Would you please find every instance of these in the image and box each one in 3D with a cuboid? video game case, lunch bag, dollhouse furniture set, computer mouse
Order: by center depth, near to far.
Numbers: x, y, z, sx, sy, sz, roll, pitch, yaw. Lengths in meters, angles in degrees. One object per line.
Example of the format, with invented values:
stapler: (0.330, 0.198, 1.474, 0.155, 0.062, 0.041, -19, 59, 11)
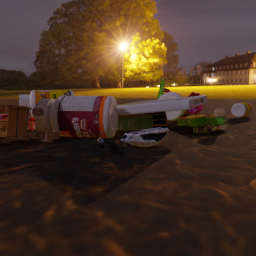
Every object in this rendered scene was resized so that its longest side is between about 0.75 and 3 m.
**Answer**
computer mouse: (0.202, 0.307, 6.670, 1.804, 0.396, 0.989, -10, 6, -23)
dollhouse furniture set: (-2.789, -0.131, 7.711, 1.775, 0.920, 0.786, 5, 3, 15)
video game case: (0.921, -0.752, 9.468, 2.995, 0.343, 2.725, -3, 7, 26)
lunch bag: (-3.856, -0.179, 9.576, 1.314, 0.538, 1.157, 8, 4, 19)

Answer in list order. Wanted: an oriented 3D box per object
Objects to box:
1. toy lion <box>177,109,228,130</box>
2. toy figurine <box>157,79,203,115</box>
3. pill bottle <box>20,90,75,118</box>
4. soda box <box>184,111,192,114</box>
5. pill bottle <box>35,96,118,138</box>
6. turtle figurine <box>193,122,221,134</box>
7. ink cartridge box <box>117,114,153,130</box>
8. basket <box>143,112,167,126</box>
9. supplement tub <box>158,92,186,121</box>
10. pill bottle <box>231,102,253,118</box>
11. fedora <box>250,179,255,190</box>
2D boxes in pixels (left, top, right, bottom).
toy lion: (2.759, -0.295, 10.581, 1.852, 0.663, 1.932, -5, 6, 18)
toy figurine: (2.827, -1.315, 14.901, 2.433, 1.985, 2.644, 9, 30, 1)
pill bottle: (-3.873, -1.132, 13.540, 2.503, 1.367, 1.367, -3, 8, -18)
soda box: (2.879, -1.021, 16.030, 1.490, 0.477, 0.505, -2, 7, -9)
pill bottle: (-1.479, -0.341, 8.207, 2.213, 1.212, 1.212, 1, 8, 11)
turtle figurine: (2.476, 0.033, 8.916, 0.741, 0.296, 0.919, -8, 15, -7)
ink cartridge box: (-0.020, -0.213, 9.949, 1.668, 0.495, 0.866, -1, 8, -10)
basket: (1.048, -0.428, 10.952, 0.924, 0.659, 0.688, -1, 7, -3)
supplement tub: (1.984, -0.986, 12.752, 1.284, 1.284, 1.767, 2, 8, 15)
pill bottle: (5.961, -0.949, 14.502, 0.740, 0.740, 1.355, 7, 11, 42)
fedora: (1.751, 0.803, 3.092, 0.788, 0.321, 0.788, 6, 11, -1)
